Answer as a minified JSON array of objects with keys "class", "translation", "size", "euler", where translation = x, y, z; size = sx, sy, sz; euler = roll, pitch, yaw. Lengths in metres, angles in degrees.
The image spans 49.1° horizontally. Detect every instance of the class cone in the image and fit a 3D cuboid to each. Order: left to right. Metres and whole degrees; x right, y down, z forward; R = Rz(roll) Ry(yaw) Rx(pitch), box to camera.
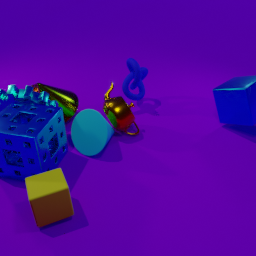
[{"class":"cone","translation":[-2.365,-0.968,8.436],"size":[1.317,1.321,1.317],"euler":[-8,60,15]},{"class":"cone","translation":[-0.719,0.108,7.926],"size":[1.242,1.242,1.246],"euler":[22,12,29]}]

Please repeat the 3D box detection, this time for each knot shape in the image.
[{"class":"knot shape","translation":[0.288,-1.666,9.506],"size":[0.642,1.390,1.301],"euler":[4,14,18]}]

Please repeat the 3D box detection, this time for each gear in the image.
[{"class":"gear","translation":[-2.809,-0.490,7.804],"size":[1.730,1.730,0.320],"euler":[0,56,0]}]

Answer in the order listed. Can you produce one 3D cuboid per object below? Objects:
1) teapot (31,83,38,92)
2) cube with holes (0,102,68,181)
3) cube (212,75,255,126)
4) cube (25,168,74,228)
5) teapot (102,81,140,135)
[{"class":"teapot","translation":[-3.108,-1.214,9.697],"size":[1.358,0.665,0.845],"euler":[19,63,44]},{"class":"cube with holes","translation":[-2.442,0.329,6.880],"size":[1.358,1.358,1.358],"euler":[7,34,11]},{"class":"cube","translation":[3.403,-0.831,8.299],"size":[1.134,1.134,1.134],"euler":[-28,20,-28]},{"class":"cube","translation":[-1.600,1.401,5.715],"size":[0.747,0.747,0.747],"euler":[-15,30,-19]},{"class":"teapot","translation":[-0.231,-0.524,8.244],"size":[0.863,1.763,1.096],"euler":[-33,0,0]}]
